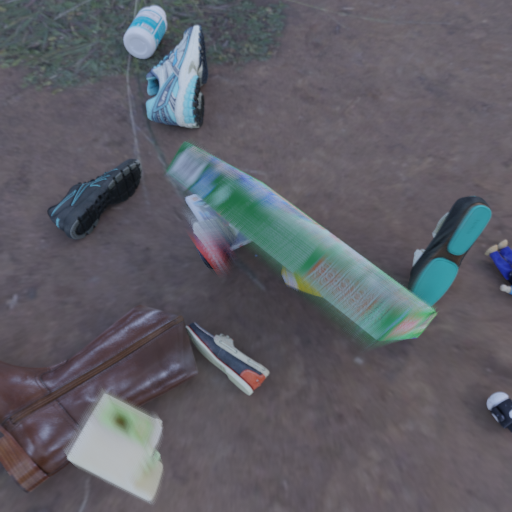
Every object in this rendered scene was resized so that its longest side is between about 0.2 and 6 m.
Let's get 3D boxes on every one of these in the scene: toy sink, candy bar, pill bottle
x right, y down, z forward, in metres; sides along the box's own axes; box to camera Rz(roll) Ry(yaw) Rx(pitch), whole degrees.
[{"bbox_3d":[-1.682,2.473,7.349,1.212,0.790,0.679,30,101,-5],"label":"toy sink"},{"bbox_3d":[0.841,0.484,9.803,0.158,0.355,1.423,-36,22,-17],"label":"candy bar"},{"bbox_3d":[-2.893,-6.018,14.929,0.838,0.838,1.512,11,54,8],"label":"pill bottle"}]

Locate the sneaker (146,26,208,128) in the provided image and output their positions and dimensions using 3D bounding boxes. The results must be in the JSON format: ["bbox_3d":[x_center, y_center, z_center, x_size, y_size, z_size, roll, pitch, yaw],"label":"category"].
[{"bbox_3d":[-1.955,-4.467,13.570,1.407,1.265,3.259,0,54,4],"label":"sneaker"}]

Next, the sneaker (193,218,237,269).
[{"bbox_3d":[-0.718,-0.136,10.132,0.690,1.840,0.778,-12,83,9],"label":"sneaker"}]

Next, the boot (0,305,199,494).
[{"bbox_3d":[-2.997,1.568,9.248,3.388,1.088,3.157,-36,74,-19],"label":"boot"}]

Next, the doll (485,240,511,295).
[{"bbox_3d":[4.958,0.411,10.552,1.006,0.357,1.474,-22,63,-24],"label":"doll"}]

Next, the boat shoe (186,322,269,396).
[{"bbox_3d":[-0.526,1.645,9.508,1.640,0.584,0.513,38,70,20],"label":"boat shoe"}]

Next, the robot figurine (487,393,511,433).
[{"bbox_3d":[4.012,2.518,9.014,0.395,0.476,0.633,-32,59,-1],"label":"robot figurine"}]

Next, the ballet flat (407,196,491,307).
[{"bbox_3d":[3.408,-0.066,10.224,0.790,2.323,0.794,26,16,-22],"label":"ballet flat"}]

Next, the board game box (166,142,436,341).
[{"bbox_3d":[0.850,-0.199,9.399,4.354,2.930,0.634,39,100,25],"label":"board game box"}]

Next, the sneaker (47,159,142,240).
[{"bbox_3d":[-3.295,-1.346,11.538,0.893,0.850,2.254,29,59,22],"label":"sneaker"}]

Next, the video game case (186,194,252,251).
[{"bbox_3d":[-0.465,-0.903,11.625,1.460,0.184,1.602,-25,61,-17],"label":"video game case"}]
